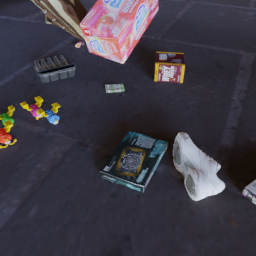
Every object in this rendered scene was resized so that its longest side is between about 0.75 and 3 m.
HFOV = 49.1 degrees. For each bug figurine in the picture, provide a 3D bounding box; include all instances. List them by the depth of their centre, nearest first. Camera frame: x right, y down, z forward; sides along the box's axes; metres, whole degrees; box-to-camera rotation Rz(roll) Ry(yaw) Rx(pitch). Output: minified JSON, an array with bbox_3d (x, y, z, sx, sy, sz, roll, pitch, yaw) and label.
[{"bbox_3d":[-3.505,-0.279,9.519,2.383,0.613,1.848,-24,39,-21],"label":"bug figurine"}]

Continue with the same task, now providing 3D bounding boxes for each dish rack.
[{"bbox_3d":[-3.419,-2.790,12.641,1.649,0.587,2.150,-17,42,-21],"label":"dish rack"}]

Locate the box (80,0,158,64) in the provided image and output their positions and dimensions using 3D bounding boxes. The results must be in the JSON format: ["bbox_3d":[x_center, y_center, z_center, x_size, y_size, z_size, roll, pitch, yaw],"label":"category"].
[{"bbox_3d":[-0.134,-2.591,6.463,0.986,0.910,1.922,24,69,18],"label":"box"}]

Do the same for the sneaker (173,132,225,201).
[{"bbox_3d":[1.977,1.008,7.880,1.098,0.861,2.211,-2,48,-13],"label":"sneaker"}]

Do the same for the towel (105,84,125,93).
[{"bbox_3d":[-0.548,-1.677,11.626,0.774,0.119,0.577,-5,40,-7],"label":"towel"}]

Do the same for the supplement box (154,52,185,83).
[{"bbox_3d":[1.811,-2.673,12.276,1.239,0.834,1.256,4,39,6],"label":"supplement box"}]

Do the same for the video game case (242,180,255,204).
[{"bbox_3d":[4.260,1.730,7.241,1.880,0.337,1.704,-25,45,-28],"label":"video game case"}]

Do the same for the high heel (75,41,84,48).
[{"bbox_3d":[-2.690,-4.517,14.983,0.371,0.261,0.774,26,40,15],"label":"high heel"}]

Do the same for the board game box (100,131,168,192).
[{"bbox_3d":[0.234,0.909,8.306,1.346,0.280,1.989,17,42,20],"label":"board game box"}]

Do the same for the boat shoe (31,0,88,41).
[{"bbox_3d":[-1.955,-3.407,8.200,1.011,2.733,1.009,-9,72,16],"label":"boat shoe"}]
